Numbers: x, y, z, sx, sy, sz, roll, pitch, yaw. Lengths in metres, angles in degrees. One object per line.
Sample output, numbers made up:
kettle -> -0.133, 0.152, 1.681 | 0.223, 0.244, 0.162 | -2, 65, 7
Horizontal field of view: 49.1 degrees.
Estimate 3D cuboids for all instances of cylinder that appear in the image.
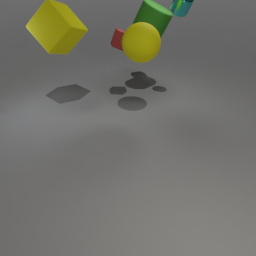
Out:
cylinder -> 1.001, -4.587, 12.145 | 1.400, 1.400, 1.400 | 21, 33, -14
cylinder -> 2.027, -4.665, 10.471 | 0.700, 0.700, 0.700 | 6, 62, -11

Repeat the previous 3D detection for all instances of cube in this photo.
cube -> -0.270, -3.679, 11.710 | 0.700, 0.700, 0.700 | 17, 23, -17
cube -> -2.711, -3.854, 10.830 | 1.400, 1.400, 1.400 | 49, 22, 1

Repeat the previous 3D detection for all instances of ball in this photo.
ball -> 0.477, -3.068, 10.100 | 1.400, 1.400, 1.400 | 0, 30, 0
